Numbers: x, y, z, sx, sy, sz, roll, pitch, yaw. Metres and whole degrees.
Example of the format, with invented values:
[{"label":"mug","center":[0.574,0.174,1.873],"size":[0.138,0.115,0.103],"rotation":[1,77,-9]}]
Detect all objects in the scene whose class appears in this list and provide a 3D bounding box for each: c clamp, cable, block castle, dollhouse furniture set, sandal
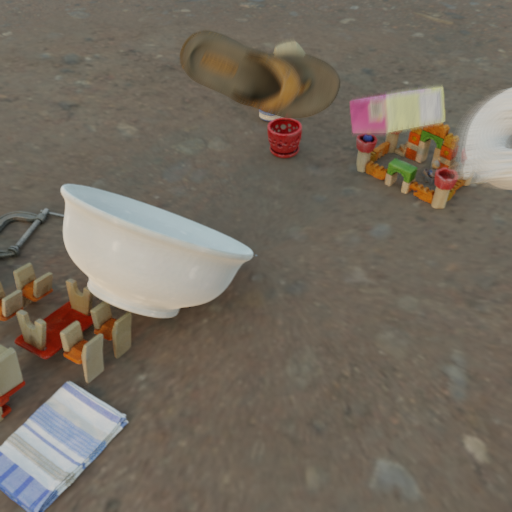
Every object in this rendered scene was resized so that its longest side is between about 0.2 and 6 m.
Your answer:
[{"label":"c clamp","center":[-4.751,-0.476,11.225],"size":[1.418,0.225,1.660],"rotation":[13,44,14]},{"label":"cable","center":[3.210,-1.441,6.736],"size":[1.333,0.461,1.333],"rotation":[-11,57,40]},{"label":"block castle","center":[3.597,-2.250,12.438],"size":[2.448,1.149,1.636],"rotation":[33,52,31]},{"label":"dollhouse furniture set","center":[-3.451,1.382,8.857],"size":[2.265,1.167,2.240],"rotation":[22,36,21]},{"label":"sandal","center":[0.118,-2.807,8.814],"size":[2.623,1.072,0.716],"rotation":[14,27,-21]}]

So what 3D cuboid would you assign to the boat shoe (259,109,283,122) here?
[{"label":"boat shoe","center":[0.933,-4.345,14.925],"size":[0.792,0.794,2.193],"rotation":[27,49,26]}]

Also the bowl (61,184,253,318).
[{"label":"bowl","center":[-1.796,0.055,9.299],"size":[3.289,1.478,3.289],"rotation":[20,7,-2]}]

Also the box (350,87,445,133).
[{"label":"box","center":[2.003,-2.070,7.991],"size":[0.990,0.479,0.871],"rotation":[-14,16,-20]}]

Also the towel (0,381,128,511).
[{"label":"towel","center":[-2.847,2.641,7.919],"size":[1.277,0.207,1.739],"rotation":[24,48,24]}]

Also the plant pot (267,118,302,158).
[{"label":"plant pot","center":[0.665,-2.773,13.298],"size":[0.805,0.733,0.805],"rotation":[0,43,0]}]

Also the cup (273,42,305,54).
[{"label":"cup","center":[0.672,-3.982,11.452],"size":[0.885,0.633,0.885],"rotation":[-11,32,7]}]
